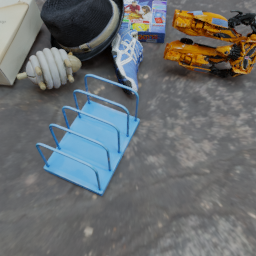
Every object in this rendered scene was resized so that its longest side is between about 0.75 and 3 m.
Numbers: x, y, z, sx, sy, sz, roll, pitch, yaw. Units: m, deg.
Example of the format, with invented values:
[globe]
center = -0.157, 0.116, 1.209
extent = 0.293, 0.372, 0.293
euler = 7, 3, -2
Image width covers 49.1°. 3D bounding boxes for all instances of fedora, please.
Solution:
[fedora]
center = -1.586, -3.437, 8.449
extent = 2.907, 1.328, 2.907
euler = -9, 71, 27

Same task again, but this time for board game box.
[board game box]
center = -0.006, -3.871, 9.887
extent = 2.680, 0.462, 1.814
euler = 6, 59, 3

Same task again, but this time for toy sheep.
[toy sheep]
center = -2.259, -1.695, 8.086
extent = 1.853, 1.277, 1.277
euler = -15, 60, -20

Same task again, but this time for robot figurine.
[robot figurine]
center = 2.517, -2.318, 7.948
extent = 2.798, 2.028, 0.814
euler = 12, 43, 1

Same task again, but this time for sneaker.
[sneaker]
center = 0.014, -2.164, 8.550
extent = 1.000, 0.983, 2.597
euler = -11, 61, -2

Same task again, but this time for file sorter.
[file sorter]
center = -0.893, 0.083, 6.902
extent = 1.640, 1.450, 2.363
euler = 21, 60, 13

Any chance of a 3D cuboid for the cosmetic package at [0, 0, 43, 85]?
[cosmetic package]
center = -3.896, -2.788, 8.721
extent = 1.471, 1.038, 2.841
euler = 7, 62, 10
